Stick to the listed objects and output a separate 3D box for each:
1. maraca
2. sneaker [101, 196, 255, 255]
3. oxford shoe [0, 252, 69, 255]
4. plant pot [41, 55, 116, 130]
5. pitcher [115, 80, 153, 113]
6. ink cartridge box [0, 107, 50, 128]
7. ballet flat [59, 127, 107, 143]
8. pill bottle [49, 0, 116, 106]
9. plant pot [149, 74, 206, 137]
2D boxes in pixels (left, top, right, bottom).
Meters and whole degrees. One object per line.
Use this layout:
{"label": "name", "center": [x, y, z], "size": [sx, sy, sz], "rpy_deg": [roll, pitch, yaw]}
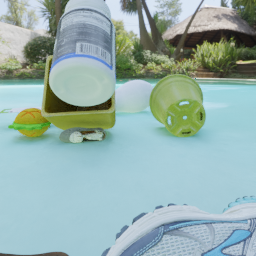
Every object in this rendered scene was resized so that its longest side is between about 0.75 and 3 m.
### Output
{"label": "maraca", "center": [-3.125, -0.151, 9.035], "size": [1.206, 0.941, 1.759], "rpy_deg": [-2, 12, -2]}
{"label": "sneaker", "center": [0.861, 1.201, 2.334], "size": [2.472, 0.959, 1.067], "rpy_deg": [-7, 16, -30]}
{"label": "oxford shoe", "center": [-1.335, 1.276, 2.408], "size": [1.804, 0.762, 0.656], "rpy_deg": [-2, 9, -18]}
{"label": "plant pot", "center": [-1.411, -0.964, 9.484], "size": [2.180, 2.194, 2.245], "rpy_deg": [-3, -23, 3]}
{"label": "pitcher", "center": [-0.163, -1.496, 14.772], "size": [2.739, 1.661, 2.350], "rpy_deg": [-18, 3, -28]}
{"label": "ink cartridge box", "center": [-4.022, -0.409, 11.029], "size": [1.812, 0.686, 1.339], "rpy_deg": [-4, 13, -15]}
{"label": "ballet flat", "center": [-1.322, 0.226, 8.418], "size": [1.424, 0.480, 0.453], "rpy_deg": [-5, 21, -23]}
{"label": "pill bottle", "center": [-1.168, -2.224, 7.741], "size": [1.674, 2.942, 1.674], "rpy_deg": [-1, -33, -1]}
{"label": "plant pot", "center": [1.807, -0.653, 9.733], "size": [2.052, 2.052, 1.887], "rpy_deg": [0, 23, 1]}
